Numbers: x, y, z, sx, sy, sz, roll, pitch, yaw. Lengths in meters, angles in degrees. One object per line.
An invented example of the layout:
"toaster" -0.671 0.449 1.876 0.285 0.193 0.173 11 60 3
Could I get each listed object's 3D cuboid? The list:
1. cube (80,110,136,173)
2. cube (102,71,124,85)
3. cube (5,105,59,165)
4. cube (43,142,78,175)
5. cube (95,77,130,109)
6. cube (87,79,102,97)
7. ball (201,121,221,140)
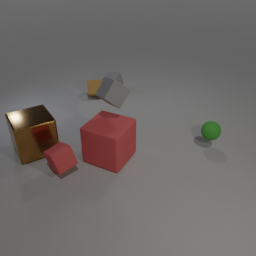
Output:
"cube" -0.635 0.426 9.603 1.400 1.400 1.400 15 35 23
"cube" -0.746 -2.354 14.105 0.700 0.700 0.700 12 48 34
"cube" -3.383 0.191 9.992 1.400 1.400 1.400 -18 36 -26
"cube" -2.156 0.952 8.960 0.700 0.700 0.700 -33 25 -29
"cube" -0.507 -1.150 9.110 0.700 0.700 0.700 31 -1 -37
"cube" -1.609 -1.972 13.847 0.700 0.700 0.700 -6 -2 -2
"ball" 2.983 0.099 10.063 0.700 0.700 0.700 0 32 0
